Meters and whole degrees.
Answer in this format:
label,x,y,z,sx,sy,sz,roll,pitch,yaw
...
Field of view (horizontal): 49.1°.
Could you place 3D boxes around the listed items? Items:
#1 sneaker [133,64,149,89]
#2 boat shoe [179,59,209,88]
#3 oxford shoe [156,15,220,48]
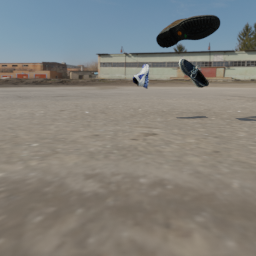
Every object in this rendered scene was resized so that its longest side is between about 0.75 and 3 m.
label,x,y,z,sx,sy,sz,roll,pitch,yaw
sneaker,0.497,-2.047,10.994,0.629,1.089,0.440,4,-29,-2
boat shoe,2.459,-2.027,10.389,1.476,0.553,0.456,45,-19,-26
oxford shoe,2.260,-3.805,10.445,2.464,0.895,1.040,0,46,38
